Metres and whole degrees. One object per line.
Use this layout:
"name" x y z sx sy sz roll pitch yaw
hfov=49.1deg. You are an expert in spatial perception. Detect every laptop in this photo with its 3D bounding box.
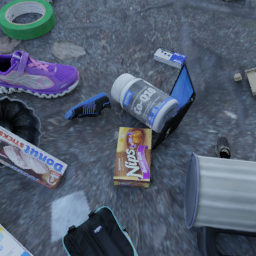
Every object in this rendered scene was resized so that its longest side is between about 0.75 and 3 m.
"laptop" 1.004 -0.501 6.918 0.848 1.455 1.642 42 64 15

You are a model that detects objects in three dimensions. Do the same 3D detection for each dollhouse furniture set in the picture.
"dollhouse furniture set" 4.042 -1.076 8.110 1.560 0.762 1.331 -14 52 19

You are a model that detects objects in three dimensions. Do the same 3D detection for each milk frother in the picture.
"milk frother" 2.413 1.445 4.982 2.452 2.607 2.353 5 60 4

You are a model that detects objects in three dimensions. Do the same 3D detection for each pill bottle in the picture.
"pill bottle" 0.414 -0.704 7.383 1.686 0.959 0.959 36 63 26

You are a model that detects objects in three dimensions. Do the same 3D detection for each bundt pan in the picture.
"bundt pan" -2.954 0.037 6.644 1.697 1.697 0.637 -28 26 -18

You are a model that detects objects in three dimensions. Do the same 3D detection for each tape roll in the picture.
"tape roll" -3.560 -3.884 9.890 1.875 0.451 1.875 0 56 0

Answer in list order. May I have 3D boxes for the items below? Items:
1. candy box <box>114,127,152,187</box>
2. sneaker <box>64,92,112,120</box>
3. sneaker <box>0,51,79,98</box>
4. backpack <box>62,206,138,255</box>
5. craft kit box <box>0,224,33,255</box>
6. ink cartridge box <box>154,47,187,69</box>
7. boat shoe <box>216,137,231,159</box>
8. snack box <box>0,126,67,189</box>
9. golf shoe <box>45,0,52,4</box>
"candy box" 0.135 0.688 6.804 0.837 0.405 1.434 4 54 4
"sneaker" -1.052 -0.463 7.499 1.272 0.446 0.495 -29 87 -4
"sneaker" -2.734 -1.595 7.904 2.646 1.170 1.064 2 55 0
"backpack" -0.449 2.369 5.278 1.154 1.006 1.312 -31 48 -19
"craft kit box" -3.556 2.744 5.320 2.521 0.619 2.553 34 62 18
"ink cartridge box" 1.340 -2.240 8.915 0.935 0.207 0.439 24 60 16
"boat shoe" 2.381 0.626 6.860 0.381 0.375 1.023 5 56 4
"snack box" -2.283 0.688 6.302 1.795 0.218 0.645 35 56 -22
"golf shoe" -3.008 -5.306 10.711 0.570 0.708 1.457 10 55 9
